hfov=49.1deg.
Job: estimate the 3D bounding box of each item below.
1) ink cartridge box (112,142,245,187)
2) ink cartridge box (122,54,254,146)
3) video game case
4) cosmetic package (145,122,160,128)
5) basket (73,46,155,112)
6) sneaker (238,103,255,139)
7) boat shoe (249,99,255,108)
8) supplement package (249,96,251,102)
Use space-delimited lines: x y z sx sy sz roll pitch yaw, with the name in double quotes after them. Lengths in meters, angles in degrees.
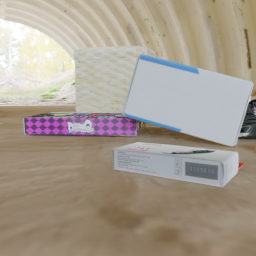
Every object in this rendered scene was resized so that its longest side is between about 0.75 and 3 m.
0.674 0.360 3.495 1.336 0.291 1.160 4 8 33 "ink cartridge box"
1.278 -0.650 6.502 2.166 1.250 2.986 15 7 7 "ink cartridge box"
-0.994 -0.161 7.618 2.703 0.484 2.450 1 6 6 "video game case"
0.926 -0.278 8.869 0.416 0.493 0.954 1 4 28 "cosmetic package"
-0.397 -1.631 10.885 2.899 2.873 2.332 1 10 9 "basket"
2.714 -0.184 6.476 0.719 0.773 1.790 -1 6 9 "sneaker"
3.558 -0.359 7.658 0.986 0.875 2.638 1 6 9 "boat shoe"
4.978 -0.912 12.419 0.733 1.029 1.321 3 7 29 "supplement package"
